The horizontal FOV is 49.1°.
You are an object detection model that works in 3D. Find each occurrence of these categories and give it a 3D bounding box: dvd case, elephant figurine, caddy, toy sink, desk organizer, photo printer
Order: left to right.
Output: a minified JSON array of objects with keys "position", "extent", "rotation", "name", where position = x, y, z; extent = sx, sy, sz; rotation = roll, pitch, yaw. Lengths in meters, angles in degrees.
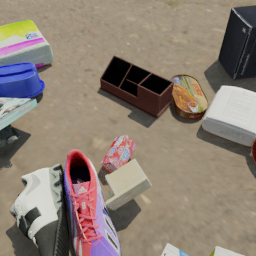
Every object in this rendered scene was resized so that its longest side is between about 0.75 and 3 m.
[{"position":[-3.998,-0.402,7.668],"extent":[2.434,0.268,1.777],"rotation":[6,30,22],"name":"dvd case"},{"position":[-3.605,0.024,7.932],"extent":[1.166,1.063,1.503],"rotation":[26,30,-15],"name":"elephant figurine"},{"position":[-3.660,-1.413,9.140],"extent":[1.797,0.943,1.270],"rotation":[-12,41,-12],"name":"caddy"},{"position":[-0.100,1.270,6.302],"extent":[1.065,0.694,0.597],"rotation":[-33,61,-2],"name":"toy sink"},{"position":[0.225,-1.382,9.108],"extent":[2.443,0.941,0.876],"rotation":[30,55,24],"name":"desk organizer"},{"position":[3.302,-0.489,8.498],"extent":[1.605,0.670,1.930],"rotation":[21,51,19],"name":"photo printer"}]

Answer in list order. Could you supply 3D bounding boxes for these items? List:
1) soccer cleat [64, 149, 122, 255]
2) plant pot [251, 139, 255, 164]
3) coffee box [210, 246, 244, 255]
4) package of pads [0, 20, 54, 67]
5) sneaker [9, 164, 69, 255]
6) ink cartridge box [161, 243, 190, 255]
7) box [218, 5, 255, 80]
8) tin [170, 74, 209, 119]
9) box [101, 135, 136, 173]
[{"position":[-0.903,1.806,6.181],"extent":[0.995,1.068,2.918],"rotation":[-15,51,-9],"name":"soccer cleat"},{"position":[3.947,0.635,7.458],"extent":[0.853,0.877,0.877],"rotation":[-5,48,-16],"name":"plant pot"},{"position":[1.906,3.101,4.907],"extent":[1.271,1.286,1.284],"rotation":[16,50,14],"name":"coffee box"},{"position":[-4.538,-2.922,10.447],"extent":[2.867,0.978,2.215],"rotation":[-23,53,-19],"name":"package of pads"},{"position":[-1.943,2.039,6.109],"extent":[1.211,1.014,2.736],"rotation":[-10,40,-8],"name":"sneaker"},{"position":[0.876,2.886,5.743],"extent":[0.562,0.325,0.775],"rotation":[24,53,20],"name":"ink cartridge box"},{"position":[4.934,-3.083,9.857],"extent":[2.805,2.076,1.463],"rotation":[-7,48,-8],"name":"box"},{"position":[1.953,-1.057,9.224],"extent":[1.061,0.397,1.895],"rotation":[-9,49,-2],"name":"tin"},{"position":[-0.241,0.693,7.419],"extent":[0.477,0.457,0.957],"rotation":[-16,36,49],"name":"box"}]
